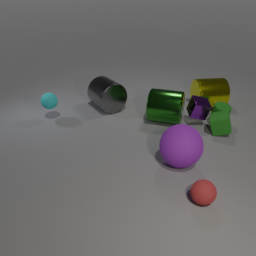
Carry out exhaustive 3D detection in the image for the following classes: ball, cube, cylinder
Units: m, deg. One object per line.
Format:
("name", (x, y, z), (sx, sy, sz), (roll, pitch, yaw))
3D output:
("ball", (1.713, 0.574, 9.016), (1.400, 1.400, 1.400), (0, 29, 0))
("ball", (2.072, 1.760, 7.679), (0.700, 0.700, 0.700), (0, 29, 0))
("cube", (2.911, -0.832, 11.533), (0.700, 0.700, 0.700), (9, 39, -10))
("cylinder", (1.595, -0.906, 11.787), (1.400, 1.400, 1.400), (9, 30, 15))
("cylinder", (3.832, -0.623, 11.603), (0.700, 0.700, 0.700), (6, 38, -5))
("ball", (-3.335, -1.146, 11.869), (0.700, 0.700, 0.700), (0, 29, 0))
("cylinder", (-0.965, -1.553, 12.966), (1.400, 1.400, 1.400), (-17, 33, -28))
("cylinder", (3.795, -1.616, 13.082), (1.400, 1.400, 1.400), (-4, 29, -7))
("cube", (3.642, -0.186, 11.007), (0.700, 0.700, 0.700), (-8, 28, 24))
